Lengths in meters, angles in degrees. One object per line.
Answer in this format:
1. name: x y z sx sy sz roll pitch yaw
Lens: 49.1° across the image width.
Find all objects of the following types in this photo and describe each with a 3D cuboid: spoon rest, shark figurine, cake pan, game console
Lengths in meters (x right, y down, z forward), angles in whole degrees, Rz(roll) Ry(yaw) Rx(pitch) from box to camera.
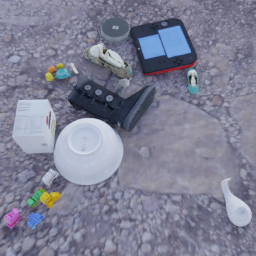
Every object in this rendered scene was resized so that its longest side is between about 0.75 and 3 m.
1. spoon rest: 3.723 2.592 9.805 0.820 0.500 1.651 -19 77 -8
2. shark figurine: -0.449 -1.689 11.549 0.680 1.629 0.974 33 48 -11
3. cake pan: -0.608 -4.840 13.744 1.589 0.291 1.589 0 63 0
4. game console: 1.651 -3.885 13.140 2.606 0.457 2.946 -11 63 -6

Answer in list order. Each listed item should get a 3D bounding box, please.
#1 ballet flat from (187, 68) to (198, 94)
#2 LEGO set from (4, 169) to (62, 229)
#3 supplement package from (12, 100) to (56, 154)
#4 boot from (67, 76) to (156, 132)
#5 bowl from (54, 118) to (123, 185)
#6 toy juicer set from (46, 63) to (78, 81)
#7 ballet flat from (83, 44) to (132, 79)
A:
1. ballet flat: 2.849 -2.161 12.219 0.469 0.490 1.392 -1 61 4
2. LEGO set: -3.049 2.480 9.499 0.917 0.987 2.405 32 67 15
3. supplement package: -3.450 -0.033 10.545 1.127 1.465 1.532 -2 62 -1
4. boot: -0.650 -1.371 11.637 2.982 0.979 2.458 24 56 21
5. bowl: -1.530 0.638 10.355 2.694 1.211 2.694 0 62 0
6. toy juicer set: -2.894 -2.510 12.506 1.474 0.401 0.938 -7 47 2
7. ballet flat: -0.920 -3.159 12.452 2.671 1.006 0.906 33 69 16
